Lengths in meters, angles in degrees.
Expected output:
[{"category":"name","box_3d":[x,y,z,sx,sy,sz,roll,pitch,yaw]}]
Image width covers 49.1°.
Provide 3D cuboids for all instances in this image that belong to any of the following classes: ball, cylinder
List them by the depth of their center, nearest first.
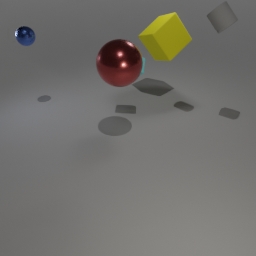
[{"category":"ball","box_3d":[-0.255,-1.930,8.381,1.400,1.400,1.400,0,31,0]},{"category":"cylinder","box_3d":[2.958,-3.469,8.803,0.700,0.700,0.700,-35,6,4]},{"category":"ball","box_3d":[-3.786,-3.393,10.352,0.700,0.700,0.700,0,31,0]}]

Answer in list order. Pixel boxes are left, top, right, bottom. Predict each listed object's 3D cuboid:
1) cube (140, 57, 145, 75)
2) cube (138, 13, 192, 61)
[{"category":"cube","box_3d":[0.124,-2.289,10.297,0.700,0.700,0.700,25,57,-30]},{"category":"cube","box_3d":[1.589,-3.905,12.146,1.400,1.400,1.400,-45,26,-7]}]
